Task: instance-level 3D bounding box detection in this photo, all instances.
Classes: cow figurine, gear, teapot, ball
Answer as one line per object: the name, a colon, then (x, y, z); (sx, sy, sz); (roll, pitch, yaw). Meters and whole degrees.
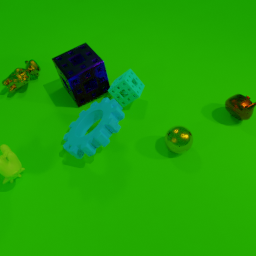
cow figurine: (-2.944, 0.998, 6.970); (0.650, 1.166, 1.185); (-37, 36, -27)
gear: (-0.977, -0.030, 7.813); (1.900, 0.351, 1.900); (-29, 33, 21)
cow figurine: (-3.686, -1.829, 9.794); (1.290, 0.708, 1.269); (-36, 19, 8)
teapot: (3.498, -0.685, 8.595); (0.899, 1.447, 0.708); (40, 92, -12)
ball: (1.437, 0.326, 7.919); (0.801, 0.801, 0.801); (0, 50, 0)

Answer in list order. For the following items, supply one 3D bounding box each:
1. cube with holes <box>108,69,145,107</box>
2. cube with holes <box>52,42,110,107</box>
cube with holes: (-0.043, -1.282, 9.026); (0.738, 0.738, 0.738); (47, 37, -19)
cube with holes: (-1.510, -1.755, 9.241); (1.261, 1.261, 1.261); (-30, 55, -14)
